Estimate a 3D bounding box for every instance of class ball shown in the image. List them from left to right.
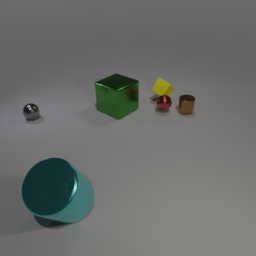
[{"bbox_3d":[-4.152,-0.714,12.006,0.700,0.700,0.700,0,32,0],"label":"ball"},{"bbox_3d":[1.625,-1.150,12.601,0.700,0.700,0.700,0,32,0],"label":"ball"}]

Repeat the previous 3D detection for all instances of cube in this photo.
[{"bbox_3d":[-0.475,-1.447,12.535,1.400,1.400,1.400,25,41,34],"label":"cube"},{"bbox_3d":[1.678,-1.872,13.410,0.700,0.700,0.700,38,11,27],"label":"cube"}]

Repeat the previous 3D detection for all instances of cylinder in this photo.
[{"bbox_3d":[-1.714,1.618,7.098,1.400,1.400,1.400,-4,65,9],"label":"cylinder"},{"bbox_3d":[2.627,-1.045,12.572,0.700,0.700,0.700,0,34,0],"label":"cylinder"}]
